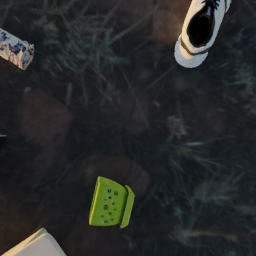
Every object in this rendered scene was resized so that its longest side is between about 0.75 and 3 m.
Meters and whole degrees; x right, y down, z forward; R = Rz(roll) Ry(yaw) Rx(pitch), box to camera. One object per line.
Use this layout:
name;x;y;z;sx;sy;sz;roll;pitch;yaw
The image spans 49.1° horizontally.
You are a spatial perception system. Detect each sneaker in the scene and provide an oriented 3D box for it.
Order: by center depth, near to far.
sneaker;2.058;-3.006;7.019;1.082;1.174;2.935;17;87;2

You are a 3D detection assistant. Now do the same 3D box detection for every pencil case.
pencil case;-3.182;-2.220;7.232;1.606;0.625;0.718;33;105;1

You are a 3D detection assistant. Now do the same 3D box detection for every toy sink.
toy sink;-2.259;3.604;6.631;2.622;1.469;1.709;-36;88;4

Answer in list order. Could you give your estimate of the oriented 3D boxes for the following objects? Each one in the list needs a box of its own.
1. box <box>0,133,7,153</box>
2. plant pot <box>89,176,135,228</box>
box;-4.399;0.805;6.914;1.858;1.062;2.040;20;88;-1
plant pot;-0.393;1.842;6.934;0.935;1.030;1.025;14;88;-5
